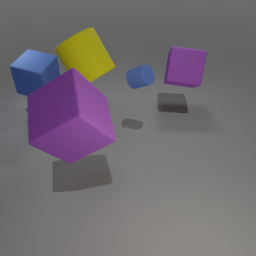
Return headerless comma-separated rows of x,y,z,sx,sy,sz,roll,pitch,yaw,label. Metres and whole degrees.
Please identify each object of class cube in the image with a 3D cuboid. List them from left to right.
-3.823,-2.228,11.768,1.400,1.400,1.400,15,47,10,cube
-1.319,-0.228,6.544,1.400,1.400,1.400,-27,55,17,cube
2.356,-2.514,11.782,1.400,1.400,1.400,8,5,2,cube

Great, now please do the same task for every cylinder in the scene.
-1.345,-2.201,8.890,1.400,1.400,1.400,-29,13,7,cylinder
0.412,-1.728,9.460,0.700,0.700,0.700,-10,19,41,cylinder
